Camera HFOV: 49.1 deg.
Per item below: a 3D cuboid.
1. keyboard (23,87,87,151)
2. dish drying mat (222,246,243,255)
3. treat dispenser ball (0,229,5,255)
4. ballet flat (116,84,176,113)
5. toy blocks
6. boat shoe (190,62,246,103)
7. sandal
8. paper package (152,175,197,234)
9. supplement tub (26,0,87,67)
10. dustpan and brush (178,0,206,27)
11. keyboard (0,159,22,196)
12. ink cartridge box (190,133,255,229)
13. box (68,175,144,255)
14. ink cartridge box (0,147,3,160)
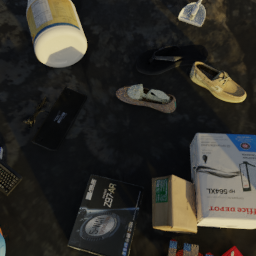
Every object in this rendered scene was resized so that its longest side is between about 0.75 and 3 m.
[{"bbox_3d":[-2.634,-0.440,9.941,1.580,0.256,2.486,23,63,4],"label":"keyboard"},{"bbox_3d":[3.339,4.485,7.346,0.962,0.228,2.504,-31,66,-16],"label":"dish drying mat"},{"bbox_3d":[-4.233,3.158,6.985,2.152,2.152,2.152,0,62,0],"label":"treat dispenser ball"},{"bbox_3d":[0.654,-1.183,10.034,2.265,0.762,0.771,14,63,8],"label":"ballet flat"},{"bbox_3d":[1.672,3.650,7.558,1.561,0.780,1.067,5,49,15],"label":"toy blocks"},{"bbox_3d":[3.336,-1.717,10.331,2.239,0.727,0.808,34,67,17],"label":"boat shoe"},{"bbox_3d":[1.708,-2.867,10.991,2.947,0.631,1.121,-14,63,-7],"label":"sandal"},{"bbox_3d":[1.299,2.150,7.825,0.724,1.333,1.399,-17,59,36],"label":"paper package"},{"bbox_3d":[-2.809,-3.909,10.808,1.933,1.933,2.672,-16,64,-8],"label":"supplement tub"},{"bbox_3d":[3.030,-5.306,12.378,1.113,0.456,1.594,24,65,12],"label":"dustpan and brush"},{"bbox_3d":[-4.262,1.448,8.803,1.661,0.213,0.997,36,75,9],"label":"keyboard"},{"bbox_3d":[2.944,1.555,8.398,1.897,1.096,2.599,2,62,1],"label":"ink cartridge box"},{"bbox_3d":[-0.585,2.594,8.212,1.704,0.463,2.128,13,63,7],"label":"box"},{"bbox_3d":[-4.370,1.047,9.186,0.384,0.181,0.818,-5,62,-4],"label":"ink cartridge box"}]
